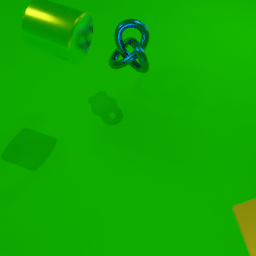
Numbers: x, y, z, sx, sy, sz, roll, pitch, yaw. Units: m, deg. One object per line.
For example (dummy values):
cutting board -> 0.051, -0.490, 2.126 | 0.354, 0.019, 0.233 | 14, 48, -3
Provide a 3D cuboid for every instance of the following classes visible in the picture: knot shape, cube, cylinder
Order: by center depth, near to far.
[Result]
cube -> 2.395, 1.662, 4.638 | 0.860, 0.860, 0.860 | -28, 51, 22
cylinder -> -1.405, -1.972, 5.718 | 1.069, 1.069, 1.069 | 21, 63, 8
knot shape -> 0.119, -2.039, 7.535 | 0.671, 1.451, 1.358 | -13, 57, -47
